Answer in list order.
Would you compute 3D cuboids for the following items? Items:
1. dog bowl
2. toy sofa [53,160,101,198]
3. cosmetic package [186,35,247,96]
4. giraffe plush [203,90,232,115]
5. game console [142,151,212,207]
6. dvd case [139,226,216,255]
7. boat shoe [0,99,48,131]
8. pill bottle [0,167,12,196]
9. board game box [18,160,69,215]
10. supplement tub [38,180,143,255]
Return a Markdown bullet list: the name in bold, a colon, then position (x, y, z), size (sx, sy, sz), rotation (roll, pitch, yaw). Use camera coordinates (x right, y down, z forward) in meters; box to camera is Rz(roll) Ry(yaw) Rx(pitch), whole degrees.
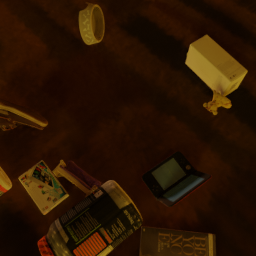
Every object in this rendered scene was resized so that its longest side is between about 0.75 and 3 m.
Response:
- **dog bowl**: position (-1.480, -4.389, 11.817), size (0.500, 1.706, 1.706), rotation (4, 63, 17)
- **toy sofa**: position (-1.697, 1.699, 9.512), size (1.576, 0.653, 0.769), rotation (34, 70, 15)
- **cosmetic package**: position (3.444, -2.458, 11.211), size (0.959, 1.217, 2.261), rotation (-32, 70, -14)
- **giraffe plush**: position (3.387, -0.910, 10.760), size (0.780, 0.961, 0.829), rotation (-50, 40, 4)
- **game console**: position (1.558, 1.620, 9.333), size (1.756, 1.042, 1.513), rotation (-31, 68, -15)
- **dvd case**: position (1.523, 4.076, 8.621), size (2.367, 0.189, 1.760), rotation (6, 64, 2)
- **boat shoe**: position (-4.409, -0.375, 10.471), size (2.819, 1.017, 1.015), rotation (20, 96, 0)
- **pill bottle**: position (-5.063, 2.105, 8.971), size (2.269, 1.264, 1.264), rotation (-37, 70, -16)
- **board game box**: position (-2.887, 2.004, 9.569), size (1.003, 0.275, 1.589), rotation (-37, 70, -16)
- **supplement tub**: position (-1.097, 2.997, 8.296), size (2.784, 1.706, 1.706), rotation (-35, 69, -15)
